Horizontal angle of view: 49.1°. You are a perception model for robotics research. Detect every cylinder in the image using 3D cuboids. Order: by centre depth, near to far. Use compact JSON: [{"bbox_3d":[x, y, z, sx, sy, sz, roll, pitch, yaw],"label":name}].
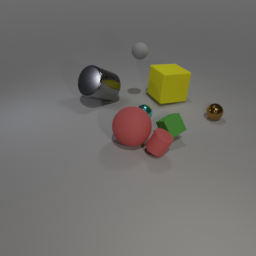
[{"bbox_3d":[1.063,0.485,9.447,0.700,0.700,0.700,23,30,-14],"label":"cylinder"},{"bbox_3d":[-1.279,-1.965,12.561,1.400,1.400,1.400,25,11,35],"label":"cylinder"}]

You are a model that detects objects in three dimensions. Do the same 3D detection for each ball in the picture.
[{"bbox_3d":[0.139,-0.061,9.842,1.400,1.400,1.400,0,32,0],"label":"ball"},{"bbox_3d":[0.656,-0.628,11.519,0.700,0.700,0.700,0,32,0],"label":"ball"},{"bbox_3d":[3.593,-0.672,11.598,0.700,0.700,0.700,0,32,0],"label":"ball"},{"bbox_3d":[0.507,-3.244,11.828,0.700,0.700,0.700,0,32,0],"label":"ball"}]

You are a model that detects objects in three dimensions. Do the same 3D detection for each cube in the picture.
[{"bbox_3d":[1.570,-0.083,10.276,0.700,0.700,0.700,-29,8,-19],"label":"cube"},{"bbox_3d":[1.870,-2.086,13.024,1.400,1.400,1.400,-8,32,-22],"label":"cube"}]
